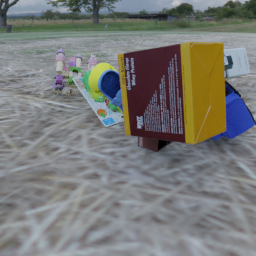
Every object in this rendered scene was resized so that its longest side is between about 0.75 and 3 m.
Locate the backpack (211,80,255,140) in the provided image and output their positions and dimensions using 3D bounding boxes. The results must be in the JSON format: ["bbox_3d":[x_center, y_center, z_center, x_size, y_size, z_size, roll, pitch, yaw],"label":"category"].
[{"bbox_3d":[2.104,-0.524,6.709,1.181,1.144,1.407,-29,32,12],"label":"backpack"}]

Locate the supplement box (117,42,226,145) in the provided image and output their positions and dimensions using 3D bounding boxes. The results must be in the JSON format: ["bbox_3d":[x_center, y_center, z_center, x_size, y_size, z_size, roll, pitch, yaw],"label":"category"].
[{"bbox_3d":[0.817,-0.690,5.358,1.109,1.648,1.670,-15,15,-42],"label":"supplement box"}]

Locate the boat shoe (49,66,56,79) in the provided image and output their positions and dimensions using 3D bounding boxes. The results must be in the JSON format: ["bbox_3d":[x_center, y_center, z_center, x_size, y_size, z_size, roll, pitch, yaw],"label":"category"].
[{"bbox_3d":[-2.902,-2.380,11.962,0.455,0.527,1.451,-15,8,-36],"label":"boat shoe"}]

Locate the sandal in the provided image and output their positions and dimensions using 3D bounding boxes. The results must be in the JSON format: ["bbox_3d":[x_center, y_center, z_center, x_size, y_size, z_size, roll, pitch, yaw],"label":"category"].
[{"bbox_3d":[0.141,-0.716,7.157,2.466,0.980,1.074,22,8,-45],"label":"sandal"}]

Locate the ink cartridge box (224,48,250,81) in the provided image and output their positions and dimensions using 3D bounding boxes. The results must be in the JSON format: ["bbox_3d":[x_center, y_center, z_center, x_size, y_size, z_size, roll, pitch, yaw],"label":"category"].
[{"bbox_3d":[2.954,-2.150,10.336,2.469,1.025,1.810,-13,2,-33],"label":"ink cartridge box"}]

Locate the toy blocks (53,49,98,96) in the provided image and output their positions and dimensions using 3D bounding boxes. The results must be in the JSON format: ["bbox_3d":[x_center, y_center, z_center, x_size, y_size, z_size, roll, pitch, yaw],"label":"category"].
[{"bbox_3d":[-1.885,-2.094,9.984,1.471,1.574,1.325,4,64,-15],"label":"toy blocks"}]

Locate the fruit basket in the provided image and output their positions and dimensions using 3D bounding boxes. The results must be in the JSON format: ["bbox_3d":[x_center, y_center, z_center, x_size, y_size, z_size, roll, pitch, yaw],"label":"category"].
[{"bbox_3d":[-0.470,-0.986,8.330,1.745,0.883,1.884,-18,58,-38],"label":"fruit basket"}]

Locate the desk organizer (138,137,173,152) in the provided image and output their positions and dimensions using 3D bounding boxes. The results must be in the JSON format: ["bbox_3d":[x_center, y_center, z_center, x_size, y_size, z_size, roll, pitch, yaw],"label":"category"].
[{"bbox_3d":[0.854,0.064,6.746,0.532,0.496,1.382,19,30,34],"label":"desk organizer"}]
